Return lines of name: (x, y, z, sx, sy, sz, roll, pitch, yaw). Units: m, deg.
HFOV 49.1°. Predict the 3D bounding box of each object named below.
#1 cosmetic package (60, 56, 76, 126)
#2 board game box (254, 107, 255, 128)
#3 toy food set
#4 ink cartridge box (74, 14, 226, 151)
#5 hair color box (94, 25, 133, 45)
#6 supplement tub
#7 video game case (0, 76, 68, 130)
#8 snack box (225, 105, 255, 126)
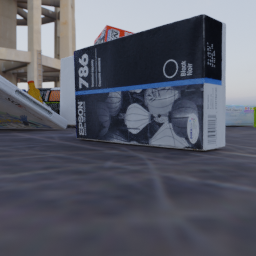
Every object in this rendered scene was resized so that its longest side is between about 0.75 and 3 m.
cosmetic package: (-0.508, -1.113, 8.914, 2.138, 2.151, 2.571, 3, 2, 45)
board game box: (5.166, -0.313, 7.776, 1.410, 0.661, 2.776, -1, 2, -31)
toy food set: (-2.812, -0.647, 8.360, 0.862, 0.813, 1.806, -18, -13, -6)
ink cartridge box: (-0.056, -0.426, 3.368, 0.478, 1.212, 2.438, -4, 4, -44)
hair color box: (0.338, -2.626, 10.112, 2.963, 0.947, 1.643, 8, -5, -21)
supplement tub: (-2.537, -0.781, 10.333, 2.328, 1.426, 1.426, 1, 2, 8)
video game case: (-3.151, -0.524, 6.587, 2.612, 0.287, 2.381, 2, -21, 27)
snack box: (3.227, -0.468, 10.465, 1.957, 0.785, 2.321, 0, 3, -15)
